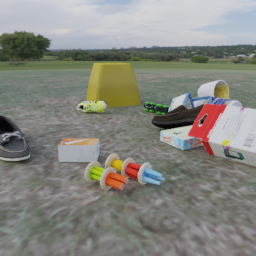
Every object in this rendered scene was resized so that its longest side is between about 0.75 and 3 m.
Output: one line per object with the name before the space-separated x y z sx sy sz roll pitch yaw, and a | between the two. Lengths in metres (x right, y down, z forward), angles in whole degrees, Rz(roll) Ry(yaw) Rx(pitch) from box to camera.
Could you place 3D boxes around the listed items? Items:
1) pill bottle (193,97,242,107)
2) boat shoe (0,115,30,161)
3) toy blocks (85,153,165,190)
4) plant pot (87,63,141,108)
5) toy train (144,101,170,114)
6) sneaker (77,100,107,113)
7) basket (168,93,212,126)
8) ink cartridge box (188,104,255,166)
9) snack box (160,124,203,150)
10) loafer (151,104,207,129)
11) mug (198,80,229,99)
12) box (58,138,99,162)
pill bottle | 3.661 -0.743 11.698 1.067 1.067 1.923 -10 18 -34
boat shoe | -3.717 0.248 8.540 0.954 0.814 2.855 -10 18 -32
toy blocks | -0.046 1.050 6.177 1.432 0.520 1.193 12 19 36
plant pot | -0.893 -2.551 16.028 2.591 2.285 2.591 -6 17 -19
toy train | 1.728 -0.873 13.359 0.689 0.510 2.443 1 12 -41
sneaker | -1.739 -0.967 13.565 1.735 0.654 0.663 -2 19 36
basket | 2.550 -0.792 11.419 1.584 1.102 1.396 -7 35 34
ink cartridge box | 2.997 0.151 7.761 2.296 0.772 1.334 15 63 43
snack box | 2.212 0.256 9.349 1.990 0.369 1.156 -9 17 -29
loafer | 1.953 -0.459 10.497 2.192 0.782 0.800 -6 -13 9
mug | 4.901 -1.902 16.221 1.374 1.716 1.409 -46 27 -23
box | -1.352 0.611 7.809 1.029 0.502 0.640 0 15 1
